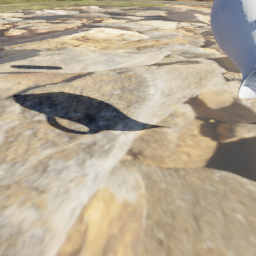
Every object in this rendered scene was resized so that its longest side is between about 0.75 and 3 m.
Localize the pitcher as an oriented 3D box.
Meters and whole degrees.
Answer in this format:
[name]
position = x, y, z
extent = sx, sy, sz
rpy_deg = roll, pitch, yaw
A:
[pitcher]
position = 3.266, -2.470, 6.822
extent = 1.698, 2.404, 2.802
rpy_deg = 0, 67, -25
